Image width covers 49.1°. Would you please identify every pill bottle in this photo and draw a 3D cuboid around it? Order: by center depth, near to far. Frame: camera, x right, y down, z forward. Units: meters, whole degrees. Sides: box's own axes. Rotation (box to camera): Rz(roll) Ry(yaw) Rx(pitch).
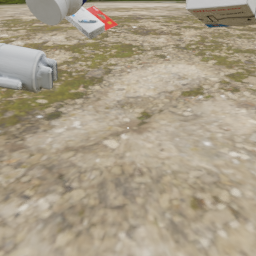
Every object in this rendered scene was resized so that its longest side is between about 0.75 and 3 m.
[{"bbox_3d":[-0.986,-2.258,4.406,0.795,0.795,1.328,13,57,22],"label":"pill bottle"}]

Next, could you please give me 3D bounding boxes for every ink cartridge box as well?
[{"bbox_3d":[2.301,-2.970,6.582,1.341,0.774,1.836,9,10,32],"label":"ink cartridge box"},{"bbox_3d":[-0.967,-2.908,7.426,0.971,0.246,1.102,-36,66,-23],"label":"ink cartridge box"}]

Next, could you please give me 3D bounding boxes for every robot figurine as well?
[{"bbox_3d":[-3.079,-1.672,7.848,2.104,1.188,1.784,11,40,0],"label":"robot figurine"}]
